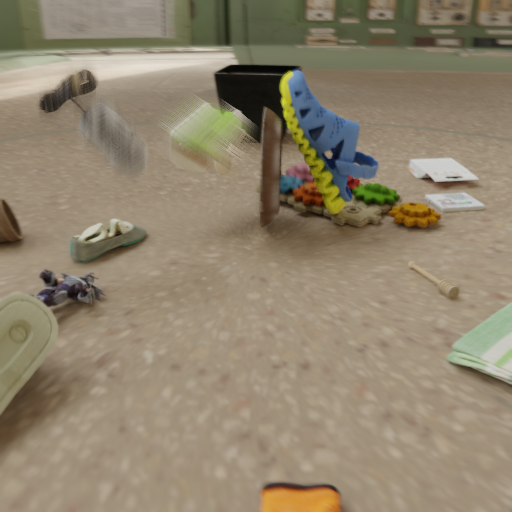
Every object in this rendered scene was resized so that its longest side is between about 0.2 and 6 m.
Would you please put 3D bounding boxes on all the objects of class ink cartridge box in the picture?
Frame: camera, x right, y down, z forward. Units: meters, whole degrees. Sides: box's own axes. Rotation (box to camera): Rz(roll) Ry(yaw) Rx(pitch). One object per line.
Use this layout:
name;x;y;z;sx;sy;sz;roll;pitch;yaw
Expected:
ink cartridge box;4.285;-1.869;12.878;1.088;0.336;1.341;-4;33;-10

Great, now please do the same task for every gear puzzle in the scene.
gear puzzle;1.827;-1.224;11.058;3.682;0.482;1.907;23;35;34

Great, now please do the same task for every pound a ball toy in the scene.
pound a ball toy;-0.736;-1.985;10.079;1.179;0.768;1.808;17;40;13

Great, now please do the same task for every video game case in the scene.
video game case;4.020;-1.092;11.376;0.899;0.107;0.819;-4;25;-8

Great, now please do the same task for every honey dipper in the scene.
honey dipper;2.584;0.313;8.309;0.207;0.207;1.089;-9;25;-18

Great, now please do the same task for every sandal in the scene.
sandal;1.288;-2.071;9.825;1.171;2.690;1.069;-23;33;16

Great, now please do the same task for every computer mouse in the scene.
computer mouse;-2.262;-1.886;8.197;0.896;1.635;0.359;-37;29;10

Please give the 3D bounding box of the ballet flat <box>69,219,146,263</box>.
ballet flat;-2.438;-0.351;9.357;0.521;0.492;1.546;17;30;32

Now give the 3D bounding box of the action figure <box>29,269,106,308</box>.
action figure;-2.682;0.511;7.555;0.948;0.505;1.457;8;22;29

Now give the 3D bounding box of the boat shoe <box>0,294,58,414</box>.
boat shoe;-3.059;1.475;5.303;0.947;1.005;2.799;-28;16;35

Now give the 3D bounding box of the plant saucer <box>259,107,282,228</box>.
plant saucer;0.270;-1.521;9.791;0.333;2.073;2.073;4;25;3

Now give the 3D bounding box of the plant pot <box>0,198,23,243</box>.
plant pot;-4.478;-0.509;9.521;0.691;0.792;0.792;-23;30;-8

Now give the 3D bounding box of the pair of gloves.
pair of gloves;1.144;2.481;3.554;2.734;0.338;2.436;4;25;6

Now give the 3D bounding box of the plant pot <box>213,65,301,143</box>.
plant pot;0.085;-4.416;16.253;2.213;1.968;2.218;4;26;8

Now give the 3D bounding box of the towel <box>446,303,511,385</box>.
towel;3.631;1.270;6.210;1.825;0.280;2.393;-20;31;-37
